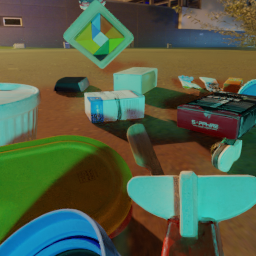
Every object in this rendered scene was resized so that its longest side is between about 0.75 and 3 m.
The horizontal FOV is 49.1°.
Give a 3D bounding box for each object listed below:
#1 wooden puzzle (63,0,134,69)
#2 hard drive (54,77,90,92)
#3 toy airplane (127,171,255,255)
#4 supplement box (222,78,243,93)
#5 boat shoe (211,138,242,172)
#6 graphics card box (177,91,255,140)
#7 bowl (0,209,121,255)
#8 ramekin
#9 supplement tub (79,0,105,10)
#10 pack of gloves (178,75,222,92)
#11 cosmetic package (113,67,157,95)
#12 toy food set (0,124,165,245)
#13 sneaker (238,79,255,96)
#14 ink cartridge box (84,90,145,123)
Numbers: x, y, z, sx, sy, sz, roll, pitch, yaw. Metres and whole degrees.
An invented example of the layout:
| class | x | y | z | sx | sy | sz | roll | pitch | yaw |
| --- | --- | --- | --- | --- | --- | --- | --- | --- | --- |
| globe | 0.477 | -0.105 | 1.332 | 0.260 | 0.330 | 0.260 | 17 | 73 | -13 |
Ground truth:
| class | x | y | z | sx | sy | sz | roll | pitch | yaw |
| --- | --- | --- | --- | --- | --- | --- | --- | --- | --- |
| wooden puzzle | -1.031 | -3.245 | 10.062 | 1.947 | 1.801 | 0.362 | 36 | 27 | -33 |
| hard drive | -2.579 | -2.065 | 13.036 | 1.398 | 0.439 | 2.073 | 1 | 19 | 2 |
| toy airplane | 0.464 | 1.246 | 1.896 | 1.913 | 1.356 | 1.921 | -38 | 45 | -11 |
| supplement box | 4.302 | -1.643 | 11.507 | 0.637 | 0.659 | 1.916 | 11 | 19 | 22 |
| boat shoe | 1.865 | 0.491 | 5.479 | 0.417 | 0.499 | 1.396 | 13 | 16 | 32 |
| graphics card box | 2.773 | -0.463 | 7.954 | 1.671 | 0.677 | 2.663 | 14 | 25 | 37 |
| bowl | -0.679 | 1.353 | 1.519 | 1.861 | 0.365 | 1.861 | -35 | 26 | 20 |
| ramekin | -3.185 | -0.040 | 5.673 | 2.875 | 1.339 | 2.875 | 0 | 19 | 0 |
| supplement tub | -1.327 | -4.856 | 9.670 | 0.923 | 1.315 | 0.923 | -6 | 39 | 5 |
| pack of gloves | 3.323 | -1.938 | 13.023 | 1.918 | 0.450 | 2.283 | 8 | 24 | 0 |
| cosmetic package | 0.396 | -2.134 | 12.542 | 1.307 | 0.883 | 2.484 | 7 | 20 | 21 |
| toy food set | -0.865 | 0.975 | 3.665 | 2.835 | 0.926 | 1.668 | -10 | 45 | -21 |
| sneaker | 4.675 | -1.087 | 9.247 | 2.396 | 0.941 | 1.068 | -19 | 40 | -6 |
| ink cartridge box | -0.433 | -0.701 | 8.618 | 1.646 | 0.694 | 1.202 | -5 | 19 | -15 |
